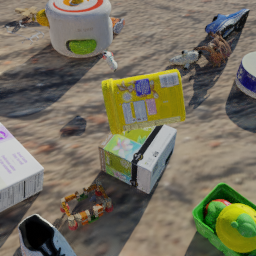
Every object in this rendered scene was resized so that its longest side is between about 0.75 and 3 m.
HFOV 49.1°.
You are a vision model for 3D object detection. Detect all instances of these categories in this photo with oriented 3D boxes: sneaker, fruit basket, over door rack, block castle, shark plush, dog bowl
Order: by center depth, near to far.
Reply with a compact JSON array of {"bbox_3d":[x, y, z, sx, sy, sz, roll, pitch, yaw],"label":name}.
[{"bbox_3d":[-1.319,2.714,5.272,2.619,1.048,0.965,36,54,27],"label":"sneaker"},{"bbox_3d":[2.230,1.917,5.515,1.377,1.909,1.909,-34,55,-28],"label":"fruit basket"},{"bbox_3d":[-0.954,1.816,6.493,1.114,0.523,0.745,-22,46,-22],"label":"block castle"},{"bbox_3d":[-0.643,-2.209,9.223,0.406,0.306,0.869,10,50,-40],"label":"sneaker"},{"bbox_3d":[-3.452,-3.174,9.448,0.991,0.330,0.732,28,43,3],"label":"over door rack"},{"bbox_3d":[4.877,-1.847,9.816,1.977,0.779,1.977,0,47,0],"label":"dog bowl"},{"bbox_3d":[2.359,-2.872,11.009,1.586,0.721,0.661,-37,26,-24],"label":"shark plush"},{"bbox_3d":[4.417,-4.768,12.476,2.569,1.009,1.145,-32,57,-27],"label":"sneaker"},{"bbox_3d":[-0.658,-4.662,12.790,0.726,0.503,1.296,9,36,14],"label":"sneaker"}]

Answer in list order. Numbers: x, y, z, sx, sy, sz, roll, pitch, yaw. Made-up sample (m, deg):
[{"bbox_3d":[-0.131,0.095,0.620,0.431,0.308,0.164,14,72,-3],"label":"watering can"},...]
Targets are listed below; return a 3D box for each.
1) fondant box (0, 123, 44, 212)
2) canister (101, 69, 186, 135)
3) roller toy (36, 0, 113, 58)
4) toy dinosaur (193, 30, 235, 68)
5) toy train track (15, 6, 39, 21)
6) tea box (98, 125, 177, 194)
[{"bbox_3d":[-3.764,1.156,6.332,2.117,0.855,2.934,37,40,27],"label":"fondant box"},{"bbox_3d":[0.342,-0.551,5.906,1.584,1.176,0.685,-9,18,4],"label":"canister"},{"bbox_3d":[-1.962,-4.322,11.358,2.830,1.978,2.582,30,53,25],"label":"roller toy"},{"bbox_3d":[3.604,-3.014,10.938,2.144,0.920,1.453,-15,56,-35],"label":"toy dinosaur"},{"bbox_3d":[-4.279,-5.420,13.584,2.330,0.379,1.337,10,40,2],"label":"toy train track"},{"bbox_3d":[0.259,0.580,7.308,1.499,1.018,1.524,21,50,21],"label":"tea box"}]
